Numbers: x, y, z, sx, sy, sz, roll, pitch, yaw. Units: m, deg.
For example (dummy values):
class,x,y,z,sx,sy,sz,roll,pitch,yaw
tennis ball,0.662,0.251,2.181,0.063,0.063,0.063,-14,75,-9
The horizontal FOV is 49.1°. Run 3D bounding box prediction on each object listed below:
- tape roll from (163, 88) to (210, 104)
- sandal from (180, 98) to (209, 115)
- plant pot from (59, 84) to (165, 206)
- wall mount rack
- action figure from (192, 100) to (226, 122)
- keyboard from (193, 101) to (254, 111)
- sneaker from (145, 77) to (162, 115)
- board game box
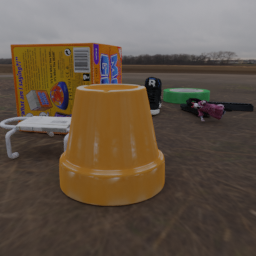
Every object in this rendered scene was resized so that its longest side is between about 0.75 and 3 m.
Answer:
class,x,y,z,sx,sy,sz,roll,pitch,yaw
tape roll,3.481,-1.944,16.768,2.723,0.655,2.723,0,13,0
sandal,3.242,-1.065,13.158,0.969,0.617,2.577,3,11,-12
plant pot,-0.315,0.151,5.618,2.142,1.961,2.142,0,14,0
wall mount rack,-1.970,0.166,7.818,2.742,1.022,2.382,3,18,12
action figure,3.202,-0.839,11.210,1.351,0.905,1.006,20,41,10
keyboard,4.765,-1.151,14.216,2.929,0.376,1.759,4,15,20
sneaker,1.033,-1.605,13.368,1.059,1.621,2.898,3,14,11
board game box,-2.025,-1.536,10.332,2.938,2.940,2.938,4,14,15
